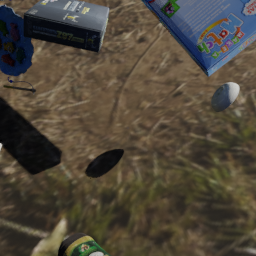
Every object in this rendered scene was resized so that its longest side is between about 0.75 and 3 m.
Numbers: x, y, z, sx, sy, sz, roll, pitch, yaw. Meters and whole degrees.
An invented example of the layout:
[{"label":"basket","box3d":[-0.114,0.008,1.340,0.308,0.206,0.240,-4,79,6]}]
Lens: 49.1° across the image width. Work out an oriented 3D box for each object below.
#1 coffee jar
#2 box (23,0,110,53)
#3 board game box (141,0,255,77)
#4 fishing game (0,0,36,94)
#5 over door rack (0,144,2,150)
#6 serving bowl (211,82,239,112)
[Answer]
[{"label":"coffee jar","box3d":[-0.348,1.576,3.018,0.443,0.542,1.039,-21,21,-37]},{"label":"box","box3d":[-1.358,-2.592,6.747,1.672,0.541,2.121,12,36,-6]},{"label":"board game box","box3d":[1.891,-3.046,6.762,2.214,0.536,2.927,-38,72,10]},{"label":"fishing game","box3d":[-3.066,-2.124,6.958,1.790,2.500,0.389,15,28,28]},{"label":"over door rack","box3d":[-2.722,0.079,4.456,1.256,0.928,0.418,-5,53,27]},{"label":"serving bowl","box3d":[2.377,-0.823,7.039,0.276,0.839,0.839,34,60,-14]}]
